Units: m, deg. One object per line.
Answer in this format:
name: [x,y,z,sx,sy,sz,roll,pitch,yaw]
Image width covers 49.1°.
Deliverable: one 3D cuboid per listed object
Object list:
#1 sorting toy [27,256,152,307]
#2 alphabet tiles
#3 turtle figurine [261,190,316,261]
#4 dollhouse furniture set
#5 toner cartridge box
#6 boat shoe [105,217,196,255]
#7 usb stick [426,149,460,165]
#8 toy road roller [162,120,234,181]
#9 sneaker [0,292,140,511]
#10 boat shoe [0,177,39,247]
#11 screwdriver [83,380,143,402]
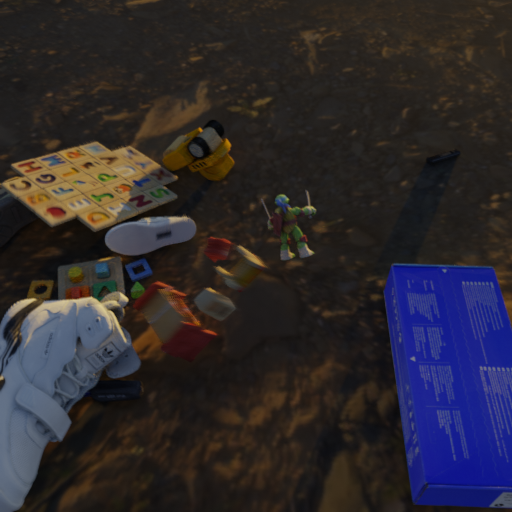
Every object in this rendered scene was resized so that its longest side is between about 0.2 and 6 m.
sorting toy: [-3.285,0.545,11.049,2.446,0.333,1.377,-10,49,-9]
alphabet tiles: [-3.561,-1.643,12.401,2.865,0.109,3.443,35,41,24]
turtle figurine: [0.741,-0.634,11.257,0.961,1.295,1.335,-13,8,-4]
dollhouse furniture set: [-0.918,0.636,9.756,2.226,0.905,1.198,-45,55,6]
toner cartridge box: [3.387,1.976,9.410,1.949,0.886,4.104,3,49,1]
boat shoe: [-2.237,-0.490,11.659,1.894,0.672,0.661,-15,20,-26]
usb stick: [4.617,-2.450,13.821,0.901,0.147,0.250,-18,44,-15]
toy road roller: [-1.290,-2.346,13.337,1.636,1.194,1.005,-10,35,43]
sneaker: [-3.087,2.011,8.830,2.108,1.378,3.669,-14,45,6]
boat shoe: [-5.684,-0.833,11.941,1.022,1.039,2.789,21,42,31]
screwdriver: [-3.310,2.348,9.585,2.812,0.409,0.392,-5,50,7]
